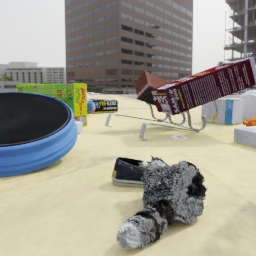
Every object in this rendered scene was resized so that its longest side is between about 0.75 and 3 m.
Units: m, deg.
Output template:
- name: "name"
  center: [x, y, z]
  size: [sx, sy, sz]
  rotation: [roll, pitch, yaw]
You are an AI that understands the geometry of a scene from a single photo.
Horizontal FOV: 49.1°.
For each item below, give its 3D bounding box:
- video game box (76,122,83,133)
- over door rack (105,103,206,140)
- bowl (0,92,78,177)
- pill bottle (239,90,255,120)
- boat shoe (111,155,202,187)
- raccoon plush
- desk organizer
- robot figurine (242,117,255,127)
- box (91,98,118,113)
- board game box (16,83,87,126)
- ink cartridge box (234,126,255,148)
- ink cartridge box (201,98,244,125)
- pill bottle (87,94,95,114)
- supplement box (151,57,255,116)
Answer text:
- name: "video game box"
  center: [-2.117, 0.038, 7.497]
  size: [1.285, 0.330, 1.410]
  rotation: [5, 10, 21]
- name: "over door rack"
  center: [0.820, -0.315, 7.964]
  size: [2.370, 0.789, 1.751]
  rotation: [-6, 15, -35]
- name: "bowl"
  center: [-2.098, -0.051, 4.931]
  size: [2.402, 0.472, 2.402]
  rotation: [5, 27, -2]
- name: "pill bottle"
  center: [5.024, -0.913, 11.031]
  size: [1.184, 1.184, 2.110]
  rotation: [6, 10, 36]
- name: "boat shoe"
  center: [0.381, 0.568, 3.734]
  size: [1.213, 0.377, 0.452]
  rotation: [2, 7, 4]
- name: "raccoon plush"
  center: [0.173, 0.634, 2.796]
  size: [1.234, 0.597, 0.827]
  rotation: [-7, 3, -39]
- name: "desk organizer"
  center: [1.092, -1.083, 8.772]
  size: [1.764, 0.679, 0.633]
  rotation: [16, -44, -31]
- name: "robot figurine"
  center: [3.423, -0.030, 7.511]
  size: [0.590, 0.478, 0.820]
  rotation: [-16, 2, 27]
- name: "box"
  center: [-2.168, -1.191, 14.775]
  size: [2.227, 0.688, 2.789]
  rotation: [-3, 9, -33]
- name: "board game box"
  center: [-2.681, -0.828, 9.691]
  size: [2.757, 1.401, 0.656]
  rotation: [5, 10, 31]
- name: "ink cartridge box"
  center: [3.420, 0.234, 6.034]
  size: [1.475, 0.374, 1.674]
  rotation: [-4, 9, -17]
- name: "ink cartridge box"
  center: [3.383, -0.626, 10.098]
  size: [1.200, 0.876, 0.880]
  rotation: [8, 10, 43]
- name: "pill bottle"
  center: [-1.932, -1.164, 12.516]
  size: [0.646, 0.646, 1.152]
  rotation: [2, -29, 15]
- name: "supplement box"
  center: [1.966, -1.093, 7.404]
  size: [2.426, 0.738, 1.320]
  rotation: [-21, 10, -8]
